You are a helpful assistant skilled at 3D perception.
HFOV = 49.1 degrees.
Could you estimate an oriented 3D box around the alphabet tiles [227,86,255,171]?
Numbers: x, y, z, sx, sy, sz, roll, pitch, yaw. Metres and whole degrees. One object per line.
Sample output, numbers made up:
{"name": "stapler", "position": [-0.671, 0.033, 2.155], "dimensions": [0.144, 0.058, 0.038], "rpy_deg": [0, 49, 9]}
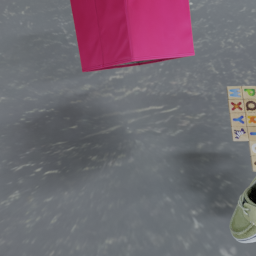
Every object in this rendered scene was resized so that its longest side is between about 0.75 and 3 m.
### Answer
{"name": "alphabet tiles", "position": [3.278, -0.033, 6.492], "dimensions": [1.752, 0.079, 2.096], "rpy_deg": [0, 71, 2]}

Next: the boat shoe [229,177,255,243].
{"name": "boat shoe", "position": [2.110, 1.146, 4.497], "dimensions": [0.612, 1.974, 0.711], "rpy_deg": [10, 35, -15]}

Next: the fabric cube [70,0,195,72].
{"name": "fabric cube", "position": [0.062, -2.469, 6.404], "dimensions": [1.991, 2.023, 2.030], "rpy_deg": [-17, 13, -38]}
